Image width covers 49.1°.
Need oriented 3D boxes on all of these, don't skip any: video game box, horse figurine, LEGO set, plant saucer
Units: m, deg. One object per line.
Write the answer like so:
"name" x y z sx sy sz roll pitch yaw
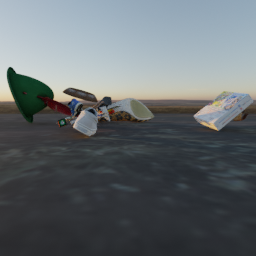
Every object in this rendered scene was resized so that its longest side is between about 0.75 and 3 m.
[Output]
"video game box" 2.612 -0.520 7.837 1.218 0.313 1.337 -42 14 1
"horse figurine" 3.288 -0.440 8.743 0.909 0.602 0.227 17 -4 12
"LEGO set" -1.100 -0.239 8.071 1.624 0.534 2.174 -19 0 15
"plant saucer" -2.106 -1.523 12.576 1.638 0.300 1.638 16 9 -3

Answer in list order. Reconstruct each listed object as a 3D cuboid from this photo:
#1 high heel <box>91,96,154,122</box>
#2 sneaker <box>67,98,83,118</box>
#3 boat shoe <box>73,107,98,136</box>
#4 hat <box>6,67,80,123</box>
"high heel" -0.364 -0.591 12.723 2.765 0.987 1.971 15 -27 -27
"sneaker" -2.140 -0.842 11.318 0.475 0.540 1.210 -38 -9 -27
"boat shoe" -0.857 -0.195 6.027 0.531 0.505 1.474 31 2 -1
"hat" -3.314 -1.588 11.849 2.474 2.811 2.328 -18 49 -5
